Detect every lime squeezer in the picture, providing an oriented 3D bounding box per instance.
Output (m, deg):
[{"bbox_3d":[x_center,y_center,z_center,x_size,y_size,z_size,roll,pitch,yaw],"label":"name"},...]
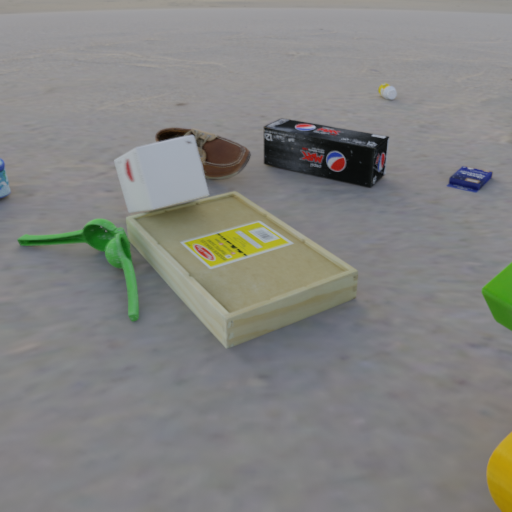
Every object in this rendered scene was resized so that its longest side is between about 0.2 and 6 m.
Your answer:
[{"bbox_3d":[-2.424,-0.068,8.611,3.223,0.608,1.138,26,38,37],"label":"lime squeezer"}]

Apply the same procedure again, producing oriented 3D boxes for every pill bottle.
[{"bbox_3d":[4.267,-5.317,18.156,0.423,0.423,0.755,-5,30,-9],"label":"pill bottle"}]

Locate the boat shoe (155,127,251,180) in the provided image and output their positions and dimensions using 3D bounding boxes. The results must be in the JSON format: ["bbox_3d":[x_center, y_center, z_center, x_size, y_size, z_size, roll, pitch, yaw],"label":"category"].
[{"bbox_3d":[-1.223,-2.233,11.892,2.420,0.869,0.916,13,75,34],"label":"boat shoe"}]

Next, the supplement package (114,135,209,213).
[{"bbox_3d":[-1.684,-1.377,9.709,1.031,1.043,1.721,-18,9,-24],"label":"supplement package"}]

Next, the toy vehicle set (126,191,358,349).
[{"bbox_3d":[-0.370,-0.022,8.628,2.146,0.458,3.453,-17,33,-27],"label":"toy vehicle set"}]

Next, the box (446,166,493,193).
[{"bbox_3d":[4.512,-1.632,11.826,0.652,0.174,1.076,19,36,31],"label":"box"}]

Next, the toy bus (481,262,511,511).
[{"bbox_3d":[2.572,1.794,4.090,1.623,3.141,2.964,-38,46,-5],"label":"toy bus"}]

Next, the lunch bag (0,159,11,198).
[{"bbox_3d":[-5.880,-1.578,11.105,1.580,0.810,1.965,-21,34,-27],"label":"lunch bag"}]

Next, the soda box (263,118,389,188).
[{"bbox_3d":[1.473,-2.276,12.175,2.648,0.937,0.838,18,36,28],"label":"soda box"}]
